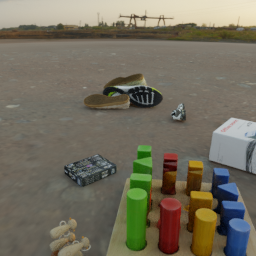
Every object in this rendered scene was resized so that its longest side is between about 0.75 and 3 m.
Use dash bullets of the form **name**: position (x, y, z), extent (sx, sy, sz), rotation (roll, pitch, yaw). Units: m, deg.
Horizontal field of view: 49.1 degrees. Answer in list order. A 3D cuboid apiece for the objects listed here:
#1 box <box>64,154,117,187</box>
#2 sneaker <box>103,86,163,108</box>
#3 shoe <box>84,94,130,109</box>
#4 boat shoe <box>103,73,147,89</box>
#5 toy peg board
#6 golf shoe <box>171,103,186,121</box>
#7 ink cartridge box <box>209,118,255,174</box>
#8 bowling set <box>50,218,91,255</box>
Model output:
- **box**: position (-0.966, 1.064, 7.243), extent (1.077, 0.235, 0.863), rotation (-18, 28, -37)
- **sneaker**: position (0.285, -1.579, 12.943), extent (2.774, 1.025, 1.123), rotation (9, 20, 19)
- **shoe**: position (-0.937, -1.092, 12.410), extent (2.078, 0.555, 0.726), rotation (0, 54, 10)
- **boat shoe**: position (-0.196, -2.180, 14.648), extent (2.485, 0.779, 0.911), rotation (-3, 41, 36)
- **toy peg board**: position (1.049, 1.332, 5.204), extent (2.522, 1.239, 2.533), rotation (3, 22, 7)
- **golf shoe**: position (2.001, -0.658, 11.193), extent (0.582, 0.479, 1.232), rotation (-5, 21, 10)
- **ink cartridge box**: position (3.574, 0.532, 7.657), extent (2.169, 0.931, 1.588), rotation (17, 27, 33)
- **bowling set**: position (-0.947, 1.944, 4.539), extent (0.526, 0.980, 0.682), rotation (-19, -2, -35)
